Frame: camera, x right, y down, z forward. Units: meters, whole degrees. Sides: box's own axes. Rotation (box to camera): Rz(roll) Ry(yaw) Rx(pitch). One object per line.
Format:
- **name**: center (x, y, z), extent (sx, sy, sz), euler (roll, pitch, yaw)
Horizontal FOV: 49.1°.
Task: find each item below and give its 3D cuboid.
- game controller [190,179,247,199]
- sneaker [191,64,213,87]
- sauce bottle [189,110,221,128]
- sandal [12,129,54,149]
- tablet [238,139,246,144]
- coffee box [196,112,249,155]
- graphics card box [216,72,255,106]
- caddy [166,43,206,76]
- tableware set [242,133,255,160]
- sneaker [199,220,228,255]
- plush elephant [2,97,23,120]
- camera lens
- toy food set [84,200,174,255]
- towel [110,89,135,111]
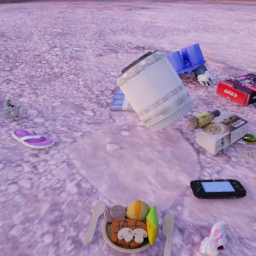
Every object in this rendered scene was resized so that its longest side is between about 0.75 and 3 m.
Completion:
- **game controller**: center (2.554, 1.728, 8.018), extent (1.508, 0.318, 0.787), euler (-1, 32, -3)
- **sneaker**: center (3.966, -2.744, 15.059), extent (0.826, 1.501, 2.050), euler (-28, -12, 11)
- **sauce bottle**: center (3.156, -0.424, 11.388), extent (1.484, 0.480, 0.480), euler (-21, 37, -28)
- **sandal**: center (-3.540, 0.313, 10.207), extent (1.825, 0.448, 0.742), euler (14, 34, 21)
- **tablet**: center (3.963, 0.292, 10.610), extent (1.048, 0.072, 0.682), euler (16, 35, 24)
- **coffee box**: center (3.371, 0.168, 10.025), extent (1.659, 0.662, 0.937), euler (-25, 39, -20)
- **graphics card box**: center (5.928, -1.948, 13.691), extent (2.730, 0.694, 1.713), euler (-16, 35, -26)
- **caddy**: center (3.052, -3.540, 15.220), extent (2.046, 1.519, 2.894), euler (-18, 12, 6)
- **tableware set**: center (4.651, 0.591, 9.873), extent (1.146, 0.261, 1.701), euler (9, 34, 9)
- **sneaker**: center (2.098, 2.613, 6.521), extent (0.457, 0.422, 1.037), euler (26, 48, 34)
- **plush elephant**: center (-4.757, -0.746, 11.671), extent (0.753, 0.801, 0.973), euler (3, 58, 30)
- **camera lens**: center (0.958, -1.352, 10.120), extent (1.979, 2.474, 1.979), euler (-33, 5, 4)
- **toy food set**: center (0.058, 2.348, 6.883), extent (2.144, 0.430, 1.480), euler (5, 32, 8)
- **towel**: center (0.627, -1.260, 12.940), extent (2.684, 0.319, 1.971), euler (2, 33, 6)
